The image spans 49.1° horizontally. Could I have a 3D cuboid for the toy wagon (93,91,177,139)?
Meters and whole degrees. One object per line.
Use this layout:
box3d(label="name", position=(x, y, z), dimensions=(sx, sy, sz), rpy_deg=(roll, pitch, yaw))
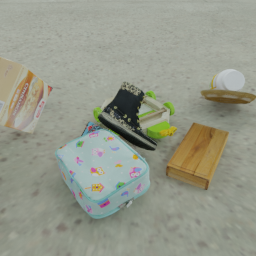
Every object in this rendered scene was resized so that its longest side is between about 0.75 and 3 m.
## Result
box3d(label="toy wagon", position=(0.360, -0.317, 8.473), dimensions=(2.166, 0.552, 2.792), rpy_deg=(-21, 38, -26))

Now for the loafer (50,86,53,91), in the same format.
box3d(label="loafer", position=(-3.091, -1.371, 9.610), dimensions=(1.131, 0.356, 0.406), rpy_deg=(17, 2, 18))

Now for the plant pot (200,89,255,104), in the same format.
box3d(label="plant pot", position=(3.239, -0.993, 9.132), dimensions=(1.749, 0.240, 1.749), rpy_deg=(7, 0, 0))

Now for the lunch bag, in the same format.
box3d(label="lunch bag", position=(-0.530, 0.928, 6.262), dimensions=(1.648, 0.792, 2.055), rpy_deg=(-25, 43, -26))

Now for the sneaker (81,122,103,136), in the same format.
box3d(label="sneaker", position=(-0.981, 0.323, 7.556), dimensions=(0.585, 0.485, 1.224), rpy_deg=(19, 47, -1))

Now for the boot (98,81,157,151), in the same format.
box3d(label="boot", position=(0.229, -0.306, 7.231), dimensions=(1.698, 0.613, 1.282), rpy_deg=(32, 70, -8))

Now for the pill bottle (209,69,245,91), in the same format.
box3d(label="pill bottle", position=(3.245, -1.460, 9.178), dimensions=(0.847, 0.847, 1.525), rpy_deg=(2, 4, 3))

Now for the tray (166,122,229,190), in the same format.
box3d(label="tray", position=(1.864, 0.621, 7.286), dimensions=(1.034, 0.388, 2.097), rpy_deg=(17, 37, 22))

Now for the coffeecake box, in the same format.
box3d(label="coffeecake box", position=(-2.949, -0.763, 7.434), dimensions=(0.722, 1.518, 1.977), rpy_deg=(20, -5, 7))
